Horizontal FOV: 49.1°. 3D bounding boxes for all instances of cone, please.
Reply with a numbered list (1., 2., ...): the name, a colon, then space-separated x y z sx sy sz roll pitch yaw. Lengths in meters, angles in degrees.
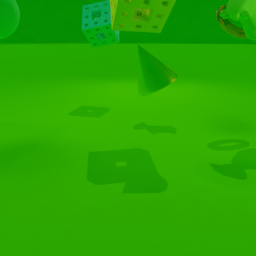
1. cone: 0.406 -1.271 5.666 0.907 0.910 0.907 -25 20 10

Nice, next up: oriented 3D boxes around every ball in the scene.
1. ball: -2.958 -2.518 6.092 1.126 1.126 1.126 0 19 0

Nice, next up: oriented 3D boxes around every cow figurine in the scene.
1. cow figurine: 2.985 -2.703 6.826 1.511 1.536 0.843 -43 41 -16

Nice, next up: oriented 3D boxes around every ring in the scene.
1. ring: 3.021 -2.991 7.846 1.224 0.245 1.224 10 57 -15

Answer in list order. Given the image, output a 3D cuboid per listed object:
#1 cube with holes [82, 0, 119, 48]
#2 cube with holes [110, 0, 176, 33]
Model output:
1. cube with holes: -1.054 -4.071 11.028 1.140 1.140 1.140 -7 -21 13
2. cube with holes: 0.292 -3.291 6.837 1.287 1.287 1.287 -1 -16 -11
